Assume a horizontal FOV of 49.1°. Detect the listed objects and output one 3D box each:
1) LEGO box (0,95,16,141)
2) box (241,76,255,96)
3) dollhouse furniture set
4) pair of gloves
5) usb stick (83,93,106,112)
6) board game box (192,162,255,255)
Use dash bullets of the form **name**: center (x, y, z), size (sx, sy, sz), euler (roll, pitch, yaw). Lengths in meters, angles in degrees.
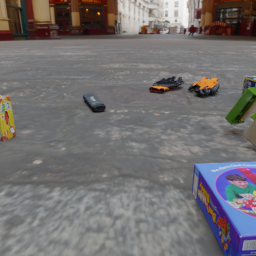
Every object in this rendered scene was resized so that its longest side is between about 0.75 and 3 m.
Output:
- **LEGO box**: center (-3.493, -0.304, 7.418), size (0.832, 1.117, 0.431), euler (9, 23, 25)
- **box**: center (5.828, -1.545, 10.839), size (2.699, 0.946, 0.868), euler (-6, 22, -15)
- **dollhouse furniture set**: center (3.728, 0.217, 6.776), size (1.372, 1.060, 2.746), euler (-10, 48, -39)
- **pair of gloves**: center (2.601, -1.904, 12.632), size (2.913, 0.360, 2.595), euler (6, 23, 23)
- **usb stick**: center (-1.256, -0.961, 10.254), size (0.493, 0.290, 1.780), euler (-7, 23, -19)
- **board game box**: center (2.572, 1.178, 4.289), size (2.694, 0.603, 1.811), euler (-1, 21, -4)
